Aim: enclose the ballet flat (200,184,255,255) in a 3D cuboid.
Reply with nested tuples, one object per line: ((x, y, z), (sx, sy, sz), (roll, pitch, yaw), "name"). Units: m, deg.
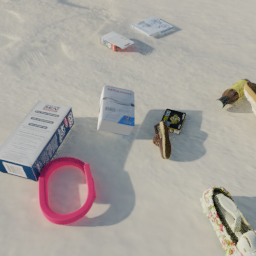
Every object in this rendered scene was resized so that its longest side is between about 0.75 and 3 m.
((2.484, 2.361, 6.398), (0.940, 0.795, 2.487), (-16, 48, -19), "ballet flat")

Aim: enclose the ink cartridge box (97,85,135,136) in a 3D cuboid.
((-0.364, -0.570, 8.981), (1.058, 0.616, 1.463), (11, 52, -13), "ink cartridge box")

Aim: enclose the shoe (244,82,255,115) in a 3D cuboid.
((4.491, -0.413, 9.061), (1.031, 0.787, 2.948), (8, 43, -23), "shoe")

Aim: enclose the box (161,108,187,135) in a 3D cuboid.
((1.497, -0.229, 9.344), (0.722, 0.223, 0.904), (15, 47, 16), "box")

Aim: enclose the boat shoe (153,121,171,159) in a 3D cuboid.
((1.005, 0.404, 8.630), (0.478, 0.479, 1.329), (-20, 53, 24), "boat shoe")

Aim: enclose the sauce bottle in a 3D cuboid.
((3.774, -1.218, 10.063), (1.754, 0.568, 0.568), (-31, 53, -30), "sauce bottle")

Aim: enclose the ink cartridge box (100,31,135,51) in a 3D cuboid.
((-0.484, -3.885, 12.822), (1.520, 0.383, 0.828), (36, 55, 28), "ink cartridge box")

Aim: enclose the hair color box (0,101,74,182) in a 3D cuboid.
((-2.711, 0.303, 8.435), (1.245, 0.753, 2.489), (12, 47, 12), "hair color box")

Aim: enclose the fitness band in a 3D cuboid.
((-1.629, 1.594, 7.483), (1.455, 0.379, 2.026), (-12, 46, -8), "fitness band")

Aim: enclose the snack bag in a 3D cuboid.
((1.211, -5.103, 14.151), (1.716, 0.184, 1.618), (-29, 52, -26), "snack bag")
